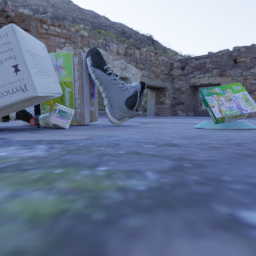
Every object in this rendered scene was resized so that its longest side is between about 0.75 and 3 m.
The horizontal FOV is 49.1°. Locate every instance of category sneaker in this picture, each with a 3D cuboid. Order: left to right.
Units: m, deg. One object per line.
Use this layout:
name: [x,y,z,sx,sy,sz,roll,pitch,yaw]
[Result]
sneaker: [-4.078,-0.502,9.160,2.079,0.920,0.770,30,-3,-23]
sneaker: [-2.729,-0.233,8.846,0.482,0.428,1.141,-8,-1,4]
sneaker: [-0.242,-1.640,9.884,1.666,2.885,1.082,-16,13,27]

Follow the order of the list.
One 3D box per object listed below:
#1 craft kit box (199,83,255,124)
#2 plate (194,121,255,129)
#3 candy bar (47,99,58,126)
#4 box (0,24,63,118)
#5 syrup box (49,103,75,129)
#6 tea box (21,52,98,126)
craft kit box: [2.568,-0.650,7.178,1.135,0.279,1.150,-8,47,-7]
plate: [2.829,-0.103,8.169,1.777,0.227,1.777,1,3,0]
candy bar: [-2.556,-0.833,9.255,0.188,1.700,0.424,-16,18,9]
box: [-3.258,-1.160,6.996,2.464,1.619,2.477,-19,7,1]
syrup box: [-1.952,-0.353,8.168,0.557,0.576,1.414,20,-3,-15]
tea box: [-2.559,-1.437,10.556,2.508,2.550,1.704,0,7,14]
